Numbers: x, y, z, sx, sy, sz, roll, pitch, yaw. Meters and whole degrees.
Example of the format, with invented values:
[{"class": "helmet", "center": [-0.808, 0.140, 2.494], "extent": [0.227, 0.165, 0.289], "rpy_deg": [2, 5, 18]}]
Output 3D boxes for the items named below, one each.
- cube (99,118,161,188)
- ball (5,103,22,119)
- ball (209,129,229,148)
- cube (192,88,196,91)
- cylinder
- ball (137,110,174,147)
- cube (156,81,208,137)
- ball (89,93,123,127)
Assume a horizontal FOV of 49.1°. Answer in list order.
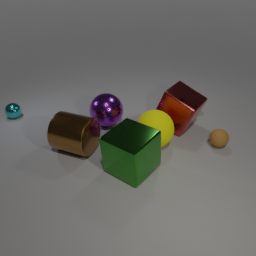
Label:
[{"class": "cube", "center": [0.109, 0.750, 8.979], "extent": [1.400, 1.400, 1.400], "rpy_deg": [22, 43, 32]}, {"class": "ball", "center": [-5.060, -0.760, 12.345], "extent": [0.700, 0.700, 0.700], "rpy_deg": [0, 31, 0]}, {"class": "ball", "center": [3.387, 0.374, 10.394], "extent": [0.700, 0.700, 0.700], "rpy_deg": [0, 31, 0]}, {"class": "cube", "center": [2.883, -1.255, 12.687], "extent": [0.700, 0.700, 0.700], "rpy_deg": [-38, 46, -5]}, {"class": "cylinder", "center": [-1.906, 0.194, 10.019], "extent": [1.400, 1.400, 1.400], "rpy_deg": [12, 33, 19]}, {"class": "ball", "center": [0.983, 0.034, 10.267], "extent": [1.400, 1.400, 1.400], "rpy_deg": [0, 31, 0]}, {"class": "cube", "center": [2.084, -0.801, 11.319], "extent": [1.400, 1.400, 1.400], "rpy_deg": [36, 42, 15]}, {"class": "ball", "center": [-0.895, -0.742, 11.604], "extent": [1.400, 1.400, 1.400], "rpy_deg": [0, 31, 0]}]
